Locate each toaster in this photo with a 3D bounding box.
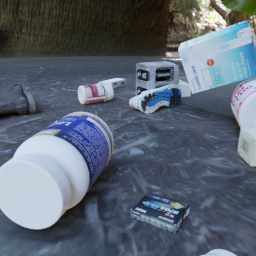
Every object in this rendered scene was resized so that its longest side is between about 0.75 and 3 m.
[{"bbox_3d":[1.470,-2.224,13.687,2.076,1.877,1.232,-10,23,-26],"label":"toaster"}]

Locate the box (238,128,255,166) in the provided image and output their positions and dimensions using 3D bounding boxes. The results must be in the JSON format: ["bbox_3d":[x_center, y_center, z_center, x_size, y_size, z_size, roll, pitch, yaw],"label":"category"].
[{"bbox_3d":[4.061,0.464,7.049,2.261,0.773,0.929,-1,18,-2],"label":"box"}]

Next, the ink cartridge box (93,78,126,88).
[{"bbox_3d":[-1.430,-2.950,18.138,2.035,0.581,1.654,15,23,28],"label":"ink cartridge box"}]

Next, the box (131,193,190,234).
[{"bbox_3d":[0.569,1.459,4.905,0.840,0.193,0.667,11,21,30],"label":"box"}]

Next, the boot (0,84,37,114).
[{"bbox_3d":[-5.402,-1.099,11.491,2.584,1.028,2.968,-12,24,-34],"label":"boot"}]

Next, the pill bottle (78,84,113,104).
[{"bbox_3d":[-1.544,-1.652,13.427,1.540,0.879,0.879,-10,20,-28],"label":"pill bottle"}]

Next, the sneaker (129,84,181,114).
[{"bbox_3d":[1.228,-1.381,12.474,2.812,1.054,1.219,-15,18,-39],"label":"sneaker"}]

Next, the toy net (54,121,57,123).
[{"bbox_3d":[-1.749,-0.037,9.240,1.984,0.383,1.041,11,21,32],"label":"toy net"}]

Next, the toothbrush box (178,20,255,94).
[{"bbox_3d":[3.081,-2.378,9.566,2.303,1.686,0.982,-13,24,23],"label":"toothbrush box"}]

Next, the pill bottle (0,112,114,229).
[{"bbox_3d":[-1.250,0.661,5.340,1.448,1.448,2.502,4,18,11],"label":"pill bottle"}]

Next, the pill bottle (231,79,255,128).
[{"bbox_3d":[4.345,-0.729,9.273,1.660,1.660,2.929,4,18,13],"label":"pill bottle"}]

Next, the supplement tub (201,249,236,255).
[{"bbox_3d":[0.803,1.814,2.884,0.758,0.758,1.042,17,25,42],"label":"supplement tub"}]

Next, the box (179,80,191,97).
[{"bbox_3d":[2.832,-2.237,15.608,0.788,0.656,1.919,-3,18,-9],"label":"box"}]
